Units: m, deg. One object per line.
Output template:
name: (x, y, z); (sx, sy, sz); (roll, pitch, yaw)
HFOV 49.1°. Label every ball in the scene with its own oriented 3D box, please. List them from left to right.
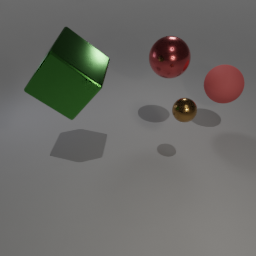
ball: (1.405, -2.380, 9.463); (1.400, 1.400, 1.400); (0, 33, 0)
ball: (1.600, -0.504, 7.926); (0.700, 0.700, 0.700); (0, 33, 0)
ball: (3.482, -1.593, 10.193); (1.400, 1.400, 1.400); (0, 33, 0)

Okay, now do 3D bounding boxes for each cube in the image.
cube: (-1.488, -1.359, 7.067); (1.400, 1.400, 1.400); (33, 37, -22)
